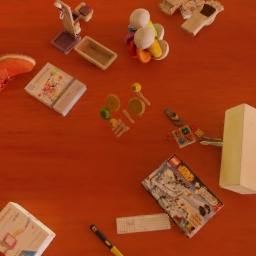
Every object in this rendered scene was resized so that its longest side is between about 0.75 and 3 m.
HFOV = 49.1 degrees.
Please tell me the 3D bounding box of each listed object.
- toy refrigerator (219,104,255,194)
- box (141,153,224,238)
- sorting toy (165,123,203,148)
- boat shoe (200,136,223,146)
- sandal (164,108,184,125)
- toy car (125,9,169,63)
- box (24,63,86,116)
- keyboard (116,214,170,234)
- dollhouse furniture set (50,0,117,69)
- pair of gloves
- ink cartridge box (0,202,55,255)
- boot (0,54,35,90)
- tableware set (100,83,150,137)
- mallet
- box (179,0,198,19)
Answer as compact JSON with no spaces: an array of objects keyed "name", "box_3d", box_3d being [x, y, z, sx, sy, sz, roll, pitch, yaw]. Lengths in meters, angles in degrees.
[{"name":"toy refrigerator","box_3d":[3.933,0.730,9.633,1.079,0.994,2.842,20,68,-21]},{"name":"box","box_3d":[1.794,2.228,9.427,1.591,0.463,2.323,-38,73,-14]},{"name":"sorting toy","box_3d":[2.116,0.267,10.328,1.381,0.234,0.666,-22,71,-9]},{"name":"boat shoe","box_3d":[3.142,0.460,10.197,0.995,0.333,0.284,5,69,2]},{"name":"sandal","box_3d":[1.739,-0.453,10.598,0.368,0.246,0.902,-35,73,-13]},{"name":"toy car","box_3d":[0.590,-3.555,11.255,1.508,1.760,2.011,-24,66,30]},{"name":"box","box_3d":[-2.818,-1.534,10.951,1.872,0.385,1.460,32,72,13]},{"name":"keyboard","box_3d":[0.503,3.162,9.278,1.748,0.093,0.492,-5,69,-2]},{"name":"dollhouse furniture set","box_3d":[-1.489,-3.996,10.996,2.907,2.063,2.303,34,73,12]},{"name":"pair of gloves","box_3d":[2.697,-5.315,12.191,2.022,0.417,2.378,-39,73,-13]},{"name":"ink cartridge box","box_3d":[-3.428,3.371,8.843,1.749,0.740,1.264,33,73,13]},{"name":"boot","box_3d":[-4.864,-2.007,10.897,2.653,0.995,1.422,-11,75,3]},{"name":"tableware set","box_3d":[-0.157,-0.706,9.574,1.335,1.981,0.304,49,35,9]},{"name":"mallet","box_3d":[-0.508,3.940,8.844,2.121,0.437,0.699,33,67,16]},{"name":"box","box_3d":[2.868,-5.327,12.518,1.010,0.208,0.787,-13,69,-4]}]
